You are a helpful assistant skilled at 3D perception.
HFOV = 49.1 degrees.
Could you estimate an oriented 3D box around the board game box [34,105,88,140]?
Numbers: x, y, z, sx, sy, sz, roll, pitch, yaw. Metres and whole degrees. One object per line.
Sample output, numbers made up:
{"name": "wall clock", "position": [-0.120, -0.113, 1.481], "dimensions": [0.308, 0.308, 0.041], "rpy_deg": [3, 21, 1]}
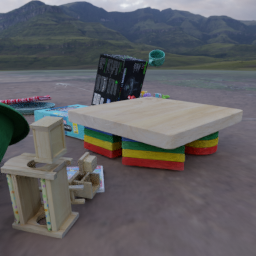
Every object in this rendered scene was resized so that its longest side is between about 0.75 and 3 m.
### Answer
{"name": "board game box", "position": [-1.435, -0.248, 8.651], "dimensions": [2.349, 0.551, 1.773], "rpy_deg": [11, 17, 38]}

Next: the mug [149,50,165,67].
{"name": "mug", "position": [1.128, -2.825, 11.566], "dimensions": [0.774, 0.479, 0.636], "rpy_deg": [-16, 51, -10]}

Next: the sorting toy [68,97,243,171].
{"name": "sorting toy", "position": [0.641, 0.063, 6.531], "dimensions": [2.894, 1.013, 2.911], "rpy_deg": [14, 20, 42]}

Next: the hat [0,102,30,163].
{"name": "hat", "position": [-2.632, 1.092, 4.128], "dimensions": [2.408, 2.559, 2.907], "rpy_deg": [-9, -19, -10]}

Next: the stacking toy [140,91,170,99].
{"name": "stacking toy", "position": [1.273, -1.676, 14.633], "dimensions": [1.617, 0.380, 1.219], "rpy_deg": [6, 16, 19]}

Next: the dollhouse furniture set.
{"name": "dollhouse furniture set", "position": [-1.036, 0.445, 3.924], "dimensions": [0.825, 1.485, 1.313], "rpy_deg": [4, 20, 17]}

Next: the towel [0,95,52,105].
{"name": "towel", "position": [-4.630, -1.212, 12.181], "dimensions": [2.188, 0.246, 1.582], "rpy_deg": [-6, 6, 5]}

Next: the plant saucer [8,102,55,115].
{"name": "plant saucer", "position": [-3.952, -0.806, 11.462], "dimensions": [1.888, 0.259, 1.888], "rpy_deg": [-1, 14, 0]}

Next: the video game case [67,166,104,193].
{"name": "video game case", "position": [-0.800, 0.920, 5.076], "dimensions": [0.708, 0.086, 0.991], "rpy_deg": [-2, 14, -7]}

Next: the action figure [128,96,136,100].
{"name": "action figure", "position": [0.298, -0.788, 9.863], "dimensions": [0.971, 0.317, 0.480], "rpy_deg": [39, 76, 23]}

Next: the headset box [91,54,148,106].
{"name": "headset box", "position": [-0.267, -1.869, 11.522], "dimensions": [1.110, 2.084, 2.393], "rpy_deg": [21, 19, 22]}
